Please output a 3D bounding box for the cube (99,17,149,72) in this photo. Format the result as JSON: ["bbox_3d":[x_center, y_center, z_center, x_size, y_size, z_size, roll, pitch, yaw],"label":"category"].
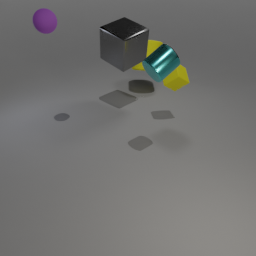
[{"bbox_3d":[-0.164,-3.364,11.231,1.400,1.400,1.400,36,54,28],"label":"cube"}]

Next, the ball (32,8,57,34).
[{"bbox_3d":[-2.438,-3.138,8.230,0.700,0.700,0.700,0,29,0],"label":"ball"}]

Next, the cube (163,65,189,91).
[{"bbox_3d":[1.753,-1.914,10.452,0.700,0.700,0.700,19,53,-42],"label":"cube"}]

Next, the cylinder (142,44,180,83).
[{"bbox_3d":[0.836,-1.637,7.092,0.700,0.700,0.700,-42,40,-5],"label":"cylinder"}]

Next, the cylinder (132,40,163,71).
[{"bbox_3d":[0.941,-3.529,13.776,1.400,1.400,1.400,5,11,-1],"label":"cylinder"}]
